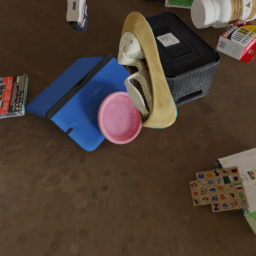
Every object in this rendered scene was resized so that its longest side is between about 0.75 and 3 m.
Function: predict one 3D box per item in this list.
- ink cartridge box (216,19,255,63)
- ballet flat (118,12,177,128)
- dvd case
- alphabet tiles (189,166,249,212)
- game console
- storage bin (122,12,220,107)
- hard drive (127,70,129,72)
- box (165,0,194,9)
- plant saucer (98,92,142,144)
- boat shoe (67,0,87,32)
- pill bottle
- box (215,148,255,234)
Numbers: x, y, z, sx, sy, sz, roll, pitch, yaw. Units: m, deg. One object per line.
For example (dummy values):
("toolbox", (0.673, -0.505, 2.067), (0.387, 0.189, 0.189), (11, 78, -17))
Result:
("ink cartridge box", (4.091, -3.099, 9.945), (1.262, 0.603, 1.437), (34, 59, 22))
("ballet flat", (0.269, -1.322, 6.137), (0.883, 0.962, 2.803), (-13, 77, -31))
("dvd case", (-4.172, -0.893, 8.470), (2.150, 0.237, 1.570), (-8, 53, -4))
("alphabet tiles", (2.097, 1.460, 6.611), (1.197, 0.045, 1.000), (-12, 57, 13))
("game console", (-1.272, -0.846, 8.334), (2.275, 1.577, 2.665), (43, 67, -7))
("storage bin", (1.215, -2.206, 8.816), (1.950, 1.352, 2.884), (-22, 57, -15))
("hard drive", (-0.542, -1.262, 8.721), (1.619, 0.343, 1.092), (-14, 54, -10))
("box", (2.673, -6.200, 11.568), (2.012, 1.732, 2.022), (8, 53, 6))
("plant saucer", (-0.237, -0.270, 7.551), (1.392, 1.392, 0.353), (-42, 23, -27))
("boat shoe", (-1.457, -3.569, 8.285), (0.548, 0.680, 1.467), (6, 80, 12))
("pill bottle", (3.664, -4.533, 10.552), (2.355, 1.346, 1.346), (-17, 55, -12))
("box", (3.163, 1.408, 6.724), (1.366, 0.344, 1.893), (-14, 53, -10))
